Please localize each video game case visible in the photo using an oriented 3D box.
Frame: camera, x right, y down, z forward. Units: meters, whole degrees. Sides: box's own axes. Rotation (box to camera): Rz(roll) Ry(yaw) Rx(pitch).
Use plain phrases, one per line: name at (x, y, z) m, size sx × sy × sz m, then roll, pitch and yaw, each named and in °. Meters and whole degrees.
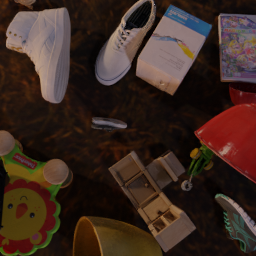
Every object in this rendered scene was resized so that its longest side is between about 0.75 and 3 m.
video game case at (3.557, -2.404, 8.402) m, size 1.597 × 0.201 × 2.230 m, roll 3°, pitch 74°, yaw 1°

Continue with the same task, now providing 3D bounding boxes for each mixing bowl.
mixing bowl at (3.356, -0.892, 7.956) m, size 1.042 × 1.042 × 0.564 m, roll 3°, pitch 117°, yaw 0°
mixing bowl at (2.911, 0.296, 6.399) m, size 2.424 × 2.424 × 1.313 m, roll 36°, pitch 103°, yaw 6°

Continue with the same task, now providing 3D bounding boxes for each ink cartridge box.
ink cartridge box at (1.226, -2.116, 7.889) m, size 1.305 × 1.328 × 1.804 m, roll 30°, pitch 81°, yaw 5°

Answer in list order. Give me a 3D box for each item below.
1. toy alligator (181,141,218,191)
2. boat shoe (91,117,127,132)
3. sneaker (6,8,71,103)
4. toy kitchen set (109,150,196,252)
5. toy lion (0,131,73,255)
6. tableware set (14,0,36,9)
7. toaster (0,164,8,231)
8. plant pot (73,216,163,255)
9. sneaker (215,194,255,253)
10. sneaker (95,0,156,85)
toy alligator at (1.986, 0.898, 7.786) m, size 0.628 × 0.455 × 1.894 m, roll 42°, pitch 79°, yaw -10°
boat shoe at (-0.546, -0.077, 8.066) m, size 1.012 × 0.358 × 0.322 m, roll 9°, pitch 113°, yaw -7°
sneaker at (-2.634, -2.079, 8.084) m, size 1.720 × 1.096 × 2.976 m, roll -1°, pitch 71°, yaw 2°
toy kitchen set at (0.819, 1.395, 6.968) m, size 1.731 × 1.915 × 2.122 m, roll -35°, pitch 86°, yaw -7°
toy lion at (-2.858, 1.741, 7.173) m, size 2.687 × 0.922 × 2.576 m, roll 27°, pitch 70°, yaw 7°
tableware set at (-3.458, -4.813, 8.929) m, size 1.686 × 0.234 × 2.018 m, roll 24°, pitch 80°, yaw 4°
toaster at (-3.436, 1.391, 6.163) m, size 1.078 × 1.643 × 1.817 m, roll -2°, pitch 69°, yaw -7°
plant pot at (-0.169, 3.265, 6.640) m, size 1.710 × 2.409 × 2.409 m, roll 2°, pitch 79°, yaw -25°
sneaker at (2.860, 2.559, 7.437) m, size 0.795 × 0.676 × 1.743 m, roll -40°, pitch 81°, yaw -3°
sneaker at (-0.112, -2.598, 8.134) m, size 1.038 × 1.007 × 2.843 m, roll 28°, pitch 81°, yaw 5°
